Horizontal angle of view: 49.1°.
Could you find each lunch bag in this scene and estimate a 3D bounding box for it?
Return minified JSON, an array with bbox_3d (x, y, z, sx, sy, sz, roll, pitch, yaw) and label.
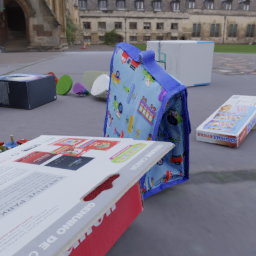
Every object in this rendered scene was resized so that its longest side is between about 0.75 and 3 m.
[{"bbox_3d":[0.221,-0.225,4.377,0.990,2.104,1.584,-19,43,-18],"label":"lunch bag"}]

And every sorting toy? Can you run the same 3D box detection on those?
[{"bbox_3d":[-2.713,-1.830,12.609,2.655,0.920,0.914,18,-4,36],"label":"sorting toy"},{"bbox_3d":[-2.586,0.474,5.828,1.091,0.383,2.262,14,23,36],"label":"sorting toy"}]

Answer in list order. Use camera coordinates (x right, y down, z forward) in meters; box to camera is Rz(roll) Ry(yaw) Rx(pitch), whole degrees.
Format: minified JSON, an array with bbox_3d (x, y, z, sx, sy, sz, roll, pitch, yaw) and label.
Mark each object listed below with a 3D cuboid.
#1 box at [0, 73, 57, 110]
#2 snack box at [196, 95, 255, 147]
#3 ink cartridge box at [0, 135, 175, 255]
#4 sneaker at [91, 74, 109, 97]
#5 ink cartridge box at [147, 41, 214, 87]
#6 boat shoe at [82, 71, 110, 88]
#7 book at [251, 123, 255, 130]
[{"bbox_3d":[-3.909,-1.453,10.550,1.742,1.082,1.756,7,20,17],"label":"box"},{"bbox_3d":[2.897,-0.306,7.569,1.021,0.345,2.841,10,29,36],"label":"snack box"},{"bbox_3d":[-0.900,0.946,2.852,2.227,1.064,2.536,0,16,30],"label":"ink cartridge box"},{"bbox_3d":[-0.456,-1.455,10.952,1.156,0.983,2.613,28,-12,-37],"label":"sneaker"},{"bbox_3d":[2.650,-3.523,14.975,2.195,2.185,2.992,-9,21,-26],"label":"ink cartridge box"},{"bbox_3d":[-0.579,-1.934,12.085,2.718,0.994,0.852,12,7,16],"label":"boat shoe"},{"bbox_3d":[3.369,-0.191,8.093,1.155,0.278,0.772,5,17,24],"label":"book"}]
